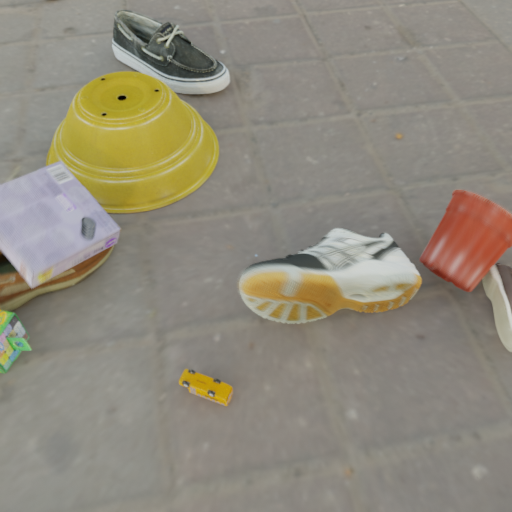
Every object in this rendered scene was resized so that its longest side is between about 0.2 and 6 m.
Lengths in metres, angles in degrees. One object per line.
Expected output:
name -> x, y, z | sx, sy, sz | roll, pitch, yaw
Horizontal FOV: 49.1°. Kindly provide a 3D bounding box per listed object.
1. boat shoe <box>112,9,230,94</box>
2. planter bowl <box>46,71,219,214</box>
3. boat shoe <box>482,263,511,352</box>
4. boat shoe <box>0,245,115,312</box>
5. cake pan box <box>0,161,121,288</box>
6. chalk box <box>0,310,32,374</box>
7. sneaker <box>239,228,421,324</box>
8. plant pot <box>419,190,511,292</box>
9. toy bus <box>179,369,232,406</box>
boat shoe -> -2.149, -4.817, 13.109 | 3.416, 1.211, 1.231 | 26, 55, 20
planter bowl -> -2.540, -2.597, 11.085 | 3.540, 1.475, 3.540 | 0, 49, 0
boat shoe -> 4.014, 0.775, 8.817 | 0.498, 0.601, 1.673 | 1, 43, 3
boat shoe -> -3.513, 0.051, 9.139 | 2.589, 0.956, 0.979 | -33, 57, -28
cake pan box -> -3.300, -0.574, 8.779 | 1.742, 0.456, 1.604 | 46, 50, 11
chalk box -> -3.924, 1.243, 8.334 | 1.139, 0.709, 0.705 | 12, 51, 12
sneaker -> 1.055, 0.224, 8.787 | 2.978, 1.126, 1.305 | 0, 50, -23
plant pot -> 3.369, -0.189, 8.991 | 1.290, 1.290, 1.255 | 36, 92, 26
toy bus -> -0.726, 1.889, 8.058 | 0.750, 0.294, 0.244 | 17, 53, 14
